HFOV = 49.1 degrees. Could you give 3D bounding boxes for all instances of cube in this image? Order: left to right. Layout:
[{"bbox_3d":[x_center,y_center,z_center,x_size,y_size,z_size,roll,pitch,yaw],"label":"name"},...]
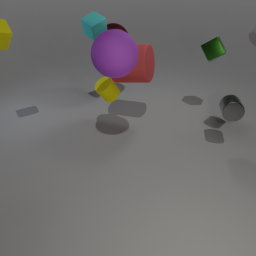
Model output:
[{"bbox_3d":[-4.233,-3.011,8.961,0.700,0.700,0.700,-11,60,-43],"label":"cube"},{"bbox_3d":[-1.302,-3.941,10.845,0.700,0.700,0.700,-41,63,-21],"label":"cube"},{"bbox_3d":[3.328,-3.072,10.861,0.700,0.700,0.700,-25,9,28],"label":"cube"}]

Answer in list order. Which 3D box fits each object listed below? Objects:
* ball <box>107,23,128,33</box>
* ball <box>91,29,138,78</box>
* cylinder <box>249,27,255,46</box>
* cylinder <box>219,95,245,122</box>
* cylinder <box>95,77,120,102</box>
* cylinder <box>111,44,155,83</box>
[{"bbox_3d":[-0.634,-3.850,12.254,1.400,1.400,1.400,0,30,0],"label":"ball"},{"bbox_3d":[-0.397,-2.183,8.278,1.400,1.400,1.400,0,30,0],"label":"ball"},{"bbox_3d":[3.910,-2.687,7.863,0.700,0.700,0.700,-48,41,1],"label":"cylinder"},{"bbox_3d":[3.414,-0.657,9.230,0.700,0.700,0.700,4,28,7],"label":"cylinder"},{"bbox_3d":[-0.763,-1.424,10.401,0.700,0.700,0.700,-16,54,23],"label":"cylinder"},{"bbox_3d":[0.156,-2.408,10.502,1.400,1.400,1.400,4,30,20],"label":"cylinder"}]
